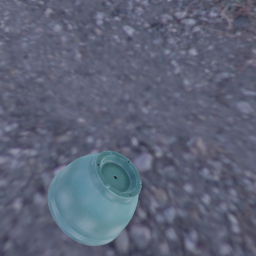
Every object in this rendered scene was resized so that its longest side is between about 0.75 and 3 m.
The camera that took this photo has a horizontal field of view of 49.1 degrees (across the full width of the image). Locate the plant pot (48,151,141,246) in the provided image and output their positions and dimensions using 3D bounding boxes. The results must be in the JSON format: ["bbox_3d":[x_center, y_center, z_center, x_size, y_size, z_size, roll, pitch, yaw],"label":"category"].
[{"bbox_3d":[-0.293,0.728,3.346,1.079,0.723,1.079,29,35,-22],"label":"plant pot"}]
